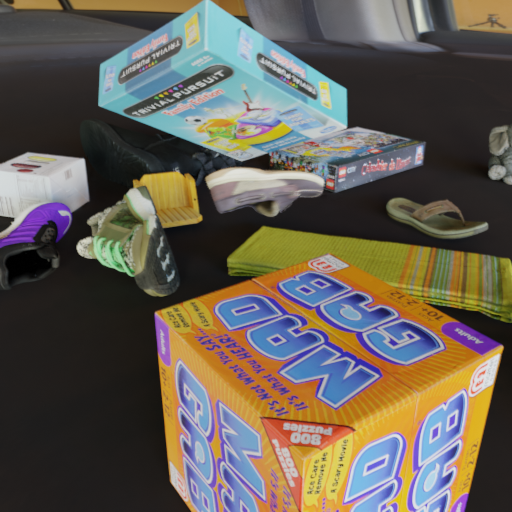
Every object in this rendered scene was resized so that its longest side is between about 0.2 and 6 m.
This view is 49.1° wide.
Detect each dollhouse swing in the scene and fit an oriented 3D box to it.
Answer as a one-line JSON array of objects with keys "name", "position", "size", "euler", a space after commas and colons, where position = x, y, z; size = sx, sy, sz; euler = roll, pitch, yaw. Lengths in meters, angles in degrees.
[{"name": "dollhouse swing", "position": [-1.653, -1.088, 10.679], "size": [1.135, 1.031, 0.998], "euler": [-9, 7, -19]}]

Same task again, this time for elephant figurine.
[{"name": "elephant figurine", "position": [5.960, -2.578, 12.776], "size": [1.320, 1.701, 1.204], "euler": [22, 34, 38]}]

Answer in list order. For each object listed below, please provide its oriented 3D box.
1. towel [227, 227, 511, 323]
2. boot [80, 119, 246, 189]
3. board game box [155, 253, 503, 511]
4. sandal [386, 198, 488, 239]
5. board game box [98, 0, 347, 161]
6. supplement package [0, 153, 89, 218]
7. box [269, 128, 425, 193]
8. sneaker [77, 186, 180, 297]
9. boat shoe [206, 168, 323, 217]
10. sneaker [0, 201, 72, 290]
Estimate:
[{"name": "towel", "position": [1.777, 0.173, 8.783], "size": [4.191, 0.378, 1.803], "euler": [9, 22, 19]}, {"name": "boot", "position": [-2.133, -2.552, 13.238], "size": [2.806, 1.267, 3.424], "euler": [-26, 43, -38]}, {"name": "board game box", "position": [0.481, 1.346, 4.553], "size": [1.858, 1.858, 1.859], "euler": [-17, 31, -31]}, {"name": "sandal", "position": [3.271, -0.798, 10.409], "size": [0.813, 0.584, 2.046], "euler": [-20, 33, -36]}, {"name": "board game box", "position": [-0.426, -2.391, 8.469], "size": [2.292, 0.712, 3.036], "euler": [-10, -14, 41]}, {"name": "supplement package", "position": [-4.283, -1.387, 11.167], "size": [1.321, 0.971, 1.263], "euler": [8, 27, 13]}, {"name": "box", "position": [2.239, -2.439, 13.724], "size": [3.245, 0.612, 2.216], "euler": [-20, 32, -35]}, {"name": "sneaker", "position": [-2.052, -0.091, 8.712], "size": [1.366, 1.185, 3.083], "euler": [-21, 25, -8]}, {"name": "boat shoe", "position": [0.152, -0.747, 6.862], "size": [1.683, 0.545, 0.605], "euler": [-3, -5, -40]}, {"name": "sneaker", "position": [-3.493, -0.103, 8.879], "size": [1.151, 0.804, 2.313], "euler": [14, 34, 18]}]
